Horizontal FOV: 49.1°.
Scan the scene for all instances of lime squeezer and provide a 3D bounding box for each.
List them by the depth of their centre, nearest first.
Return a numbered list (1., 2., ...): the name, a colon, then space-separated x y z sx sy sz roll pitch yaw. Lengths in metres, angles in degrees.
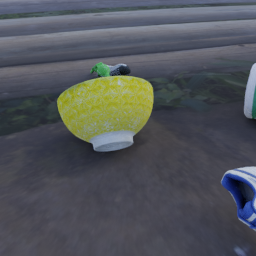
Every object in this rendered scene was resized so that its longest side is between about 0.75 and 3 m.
1. lime squeezer: -0.949 -2.080 10.538 0.483 0.905 2.563 -42 43 -5

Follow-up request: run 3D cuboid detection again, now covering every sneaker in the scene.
1. sneaker: 2.277 1.570 4.571 0.943 0.805 2.139 5 38 -26
2. sneaker: -0.618 -2.061 10.892 1.406 0.527 0.812 5 45 35

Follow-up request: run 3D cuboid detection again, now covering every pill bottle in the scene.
1. pill bottle: 4.902 -0.873 7.680 2.956 1.667 1.667 11 34 28

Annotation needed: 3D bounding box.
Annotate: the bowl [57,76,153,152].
1. bowl: -0.460 -0.163 6.970 2.441 2.441 1.314 -7 74 -11
